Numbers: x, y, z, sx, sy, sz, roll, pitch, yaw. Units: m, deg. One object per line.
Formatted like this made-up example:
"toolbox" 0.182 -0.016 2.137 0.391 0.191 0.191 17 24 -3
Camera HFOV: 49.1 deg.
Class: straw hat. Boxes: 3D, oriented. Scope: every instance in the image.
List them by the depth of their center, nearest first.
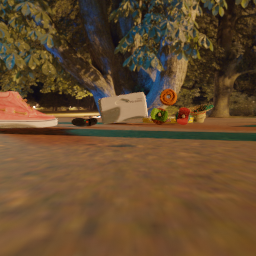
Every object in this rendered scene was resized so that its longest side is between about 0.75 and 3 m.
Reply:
"straw hat" 3.894 -0.680 15.552 1.875 0.793 1.875 -13 11 3

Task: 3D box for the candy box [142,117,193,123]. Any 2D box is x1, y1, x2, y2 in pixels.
"candy box" 2.064 -0.424 14.860 1.244 0.321 2.433 -2 3 -44

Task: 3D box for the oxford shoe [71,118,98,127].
"oxford shoe" -1.570 -0.173 10.051 0.913 0.332 0.385 2 -14 -14

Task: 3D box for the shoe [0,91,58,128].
"shoe" -3.445 -0.597 9.198 0.908 1.156 2.542 2 3 42

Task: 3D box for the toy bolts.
"toy bolts" 1.919 -0.762 12.059 1.635 1.561 1.134 19 -1 8

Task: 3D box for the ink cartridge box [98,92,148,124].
"ink cartridge box" -0.133 -0.970 14.103 2.147 1.233 2.956 -9 3 5
